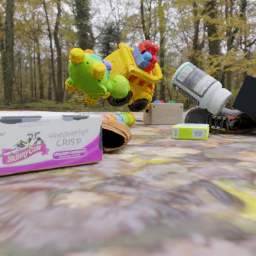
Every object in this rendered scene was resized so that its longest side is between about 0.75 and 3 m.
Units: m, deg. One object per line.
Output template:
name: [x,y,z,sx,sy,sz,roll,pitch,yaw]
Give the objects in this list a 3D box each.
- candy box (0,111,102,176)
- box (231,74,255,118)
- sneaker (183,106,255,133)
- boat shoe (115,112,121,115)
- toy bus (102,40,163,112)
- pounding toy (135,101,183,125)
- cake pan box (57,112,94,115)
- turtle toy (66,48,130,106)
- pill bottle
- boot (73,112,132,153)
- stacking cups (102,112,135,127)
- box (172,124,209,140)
candy box: [-1.713,0.111,4.487,1.640,0.734,2.405,-3,5,-37]
box: [4.629,-0.669,8.379,1.975,1.103,2.798,29,21,33]
sneaker: [2.981,-0.255,8.838,2.420,0.932,0.991,0,10,7]
boat shoe: [-0.567,-0.655,16.324,0.629,0.564,1.699,0,4,-7]
toy bus: [0.402,-2.292,11.744,2.805,1.983,2.922,-38,-32,29]
pounding toy: [1.137,-0.780,13.883,2.512,1.150,2.207,0,4,-11]
cake pan box: [-3.468,-0.693,17.120,2.140,0.560,1.971,3,3,39]
turtle toy: [-0.805,-1.319,7.346,1.803,1.314,0.911,34,47,9]
pill bottle: [2.251,-1.207,8.672,1.699,0.961,0.961,41,21,20]
boot: [-0.868,0.145,5.485,1.882,0.722,1.461,7,8,-1]
stacking cups: [-0.465,-0.267,10.834,0.634,0.634,2.094,2,7,30]
box: [1.760,0.085,7.713,0.882,0.345,1.447,2,5,18]
